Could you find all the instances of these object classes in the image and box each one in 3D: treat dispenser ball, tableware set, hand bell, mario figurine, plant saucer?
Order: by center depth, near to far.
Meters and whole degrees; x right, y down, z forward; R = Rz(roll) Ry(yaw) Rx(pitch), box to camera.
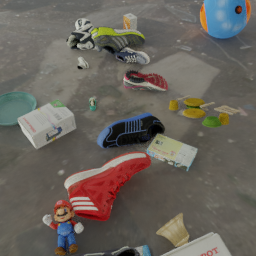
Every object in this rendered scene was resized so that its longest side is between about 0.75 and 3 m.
[{"bbox_3d":[1.611,3.198,7.299,0.895,0.895,1.718,-28,65,-24],"label":"hand bell"},{"bbox_3d":[-1.776,2.631,7.635,0.886,0.761,1.436,13,44,-37],"label":"mario figurine"},{"bbox_3d":[2.631,-0.599,10.484,1.771,0.403,2.628,-19,30,-32],"label":"tableware set"},{"bbox_3d":[-4.615,-0.727,11.208,1.945,0.350,1.945,0,47,0],"label":"plant saucer"},{"bbox_3d":[5.158,-6.113,14.931,2.557,2.557,2.557,0,46,0],"label":"treat dispenser ball"}]

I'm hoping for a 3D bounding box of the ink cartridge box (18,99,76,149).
[{"bbox_3d":[-2.991,-0.175,10.397,1.704,0.746,1.238,-30,52,-28],"label":"ink cartridge box"}]

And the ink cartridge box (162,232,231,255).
[{"bbox_3d":[1.646,4.003,5.821,2.057,1.182,2.834,-17,56,-15],"label":"ink cartridge box"}]

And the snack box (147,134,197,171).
[{"bbox_3d":[1.526,0.819,9.748,1.539,0.285,0.894,22,50,20],"label":"snack box"}]

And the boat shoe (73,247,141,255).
[{"bbox_3d":[-0.857,3.299,6.720,2.408,0.755,0.875,-8,47,-7],"label":"boat shoe"}]

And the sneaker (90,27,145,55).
[{"bbox_3d":[-0.461,-4.364,14.326,2.963,1.199,1.095,-6,3,-26],"label":"sneaker"}]

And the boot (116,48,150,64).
[{"bbox_3d":[0.210,-3.388,13.670,1.690,0.615,0.763,28,54,35],"label":"boot"}]

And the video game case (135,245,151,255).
[{"bbox_3d":[-0.409,3.962,6.756,2.362,0.210,1.690,-11,46,-10],"label":"video game case"}]

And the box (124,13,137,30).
[{"bbox_3d":[0.118,-5.744,15.607,0.491,1.007,0.626,-28,52,-25],"label":"box"}]

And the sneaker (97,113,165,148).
[{"bbox_3d":[0.163,0.198,9.946,2.482,0.870,0.967,-24,43,-24],"label":"sneaker"}]

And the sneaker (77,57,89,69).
[{"bbox_3d":[-2.307,-3.136,13.558,0.494,0.324,0.858,-27,54,-26],"label":"sneaker"}]

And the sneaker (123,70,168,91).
[{"bbox_3d":[0.779,-1.962,12.204,1.981,0.740,0.799,12,52,-7],"label":"sneaker"}]

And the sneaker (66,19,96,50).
[{"bbox_3d":[-2.636,-4.924,14.784,1.666,1.022,2.561,-18,58,-28],"label":"sneaker"}]

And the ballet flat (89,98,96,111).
[{"bbox_3d":[-1.458,-1.066,11.578,0.275,0.287,0.816,-5,46,-5],"label":"ballet flat"}]

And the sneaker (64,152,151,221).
[{"bbox_3d":[-0.393,1.859,8.413,2.763,1.083,1.596,-22,57,-4],"label":"sneaker"}]
